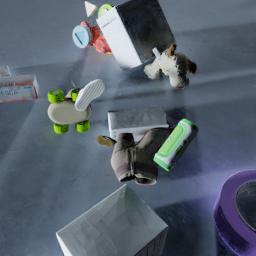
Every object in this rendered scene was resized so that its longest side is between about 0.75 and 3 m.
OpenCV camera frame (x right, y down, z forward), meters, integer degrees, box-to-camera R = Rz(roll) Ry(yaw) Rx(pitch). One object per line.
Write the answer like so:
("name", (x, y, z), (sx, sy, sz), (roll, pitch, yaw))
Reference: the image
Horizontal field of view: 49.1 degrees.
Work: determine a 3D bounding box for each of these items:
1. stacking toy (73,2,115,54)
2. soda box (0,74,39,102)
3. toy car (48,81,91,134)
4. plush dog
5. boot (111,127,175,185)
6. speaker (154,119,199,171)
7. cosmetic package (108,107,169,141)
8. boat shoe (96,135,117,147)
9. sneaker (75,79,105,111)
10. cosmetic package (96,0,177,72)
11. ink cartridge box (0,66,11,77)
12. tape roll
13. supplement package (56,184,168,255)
("stacking toy", (-1.774, -5.206, 14.598), (2.744, 2.484, 1.159), (23, 32, 27))
("soda box", (-5.272, -1.703, 12.241), (2.552, 0.811, 0.873), (-5, 44, -6))
("toy car", (-2.239, -1.029, 11.072), (1.593, 1.658, 2.019), (-4, 34, -4))
("plush dog", (2.172, -3.048, 13.219), (2.314, 1.856, 1.987), (24, 25, 23))
("boot", (0.733, 0.983, 9.517), (2.636, 0.926, 1.927), (-5, 51, -3))
("speaker", (1.239, 0.428, 7.191), (0.585, 0.585, 1.324), (34, 84, 30))
("cosmetic package", (0.365, -0.125, 10.628), (2.148, 0.765, 1.089), (-5, 44, -5))
("boat shoe", (-0.702, 0.424, 9.148), (0.279, 0.316, 0.862), (-11, 23, -41))
("sneaker", (-1.193, -1.176, 8.875), (0.506, 1.345, 0.703), (34, 34, -21))
("cosmetic package", (0.490, -4.645, 13.625), (2.766, 2.775, 1.706), (-37, 18, -32))
("ink cartridge box", (-6.212, -2.673, 13.678), (0.811, 0.206, 0.920), (-18, 46, -18))
("tape roll", (3.829, 2.453, 7.904), (2.612, 0.857, 2.612), (-1, 44, 1))
("supplement package", (-0.347, 2.871, 6.929), (2.097, 1.580, 1.591), (-30, 52, -28))
